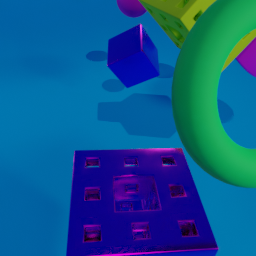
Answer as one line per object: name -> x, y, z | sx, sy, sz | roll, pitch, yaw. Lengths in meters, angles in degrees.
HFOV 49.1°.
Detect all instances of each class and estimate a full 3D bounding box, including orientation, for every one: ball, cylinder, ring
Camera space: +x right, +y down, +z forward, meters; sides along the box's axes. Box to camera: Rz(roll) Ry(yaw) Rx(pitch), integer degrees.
ball -> 0.136, -2.938, 6.370 | 0.795, 0.795, 0.795 | 0, 38, 0
cylinder -> 2.819, -1.885, 5.520 | 1.315, 1.315, 1.315 | 24, 49, -30
ring -> 0.839, -0.226, 1.676 | 1.234, 1.234, 0.247 | -11, 15, -13

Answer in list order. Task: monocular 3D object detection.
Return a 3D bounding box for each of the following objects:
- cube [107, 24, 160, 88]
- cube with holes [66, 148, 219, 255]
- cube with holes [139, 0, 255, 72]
cube -> 0.121, -1.541, 6.105 | 0.839, 0.839, 0.839 | -18, 53, 25
cube with holes -> 0.035, 1.007, 2.815 | 1.131, 1.131, 1.131 | -1, 38, -6
cube with holes -> 1.337, -2.091, 4.746 | 1.382, 1.382, 1.382 | -47, 42, 9
